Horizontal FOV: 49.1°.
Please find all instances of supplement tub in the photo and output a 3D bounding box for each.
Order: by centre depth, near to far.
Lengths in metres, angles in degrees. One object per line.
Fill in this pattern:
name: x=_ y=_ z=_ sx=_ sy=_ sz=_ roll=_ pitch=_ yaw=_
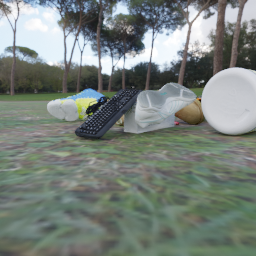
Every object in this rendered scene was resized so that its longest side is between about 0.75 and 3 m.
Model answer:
supplement tub: x=3.305 y=-0.735 z=7.740 sx=1.691 sy=1.691 sz=2.332 roll=7 pitch=9 yaw=44

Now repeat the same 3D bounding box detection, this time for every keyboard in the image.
keyboard: x=-0.585 y=-0.541 z=7.180 sx=1.182 sy=0.450 sz=2.271 roll=2 pitch=33 yaw=33

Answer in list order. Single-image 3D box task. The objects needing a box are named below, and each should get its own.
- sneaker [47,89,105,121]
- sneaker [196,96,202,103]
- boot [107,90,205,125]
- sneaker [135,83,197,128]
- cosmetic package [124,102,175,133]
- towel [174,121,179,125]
sneaker: x=-1.944 y=-0.971 z=11.286 sx=2.506 sy=0.949 sz=1.316 roll=5 pitch=41 yaw=-18
sneaker: x=3.003 y=-0.948 z=11.410 sx=1.029 sy=0.960 sz=2.597 roll=26 pitch=-2 yaw=-14
boot: x=0.917 y=-0.553 z=9.830 sx=2.771 sy=0.916 sz=2.427 roll=-16 pitch=34 yaw=-27
sneaker: x=0.990 y=-0.636 z=7.631 sx=2.218 sy=0.889 sz=0.780 roll=-18 pitch=50 yaw=-38
cosmetic package: x=0.693 y=-0.381 z=8.429 sx=0.527 sy=0.860 sz=2.083 roll=4 pitch=7 yaw=37
towel: x=1.076 y=-0.212 z=10.044 sx=1.317 sy=0.148 sz=0.952 roll=0 pitch=7 yaw=-4
